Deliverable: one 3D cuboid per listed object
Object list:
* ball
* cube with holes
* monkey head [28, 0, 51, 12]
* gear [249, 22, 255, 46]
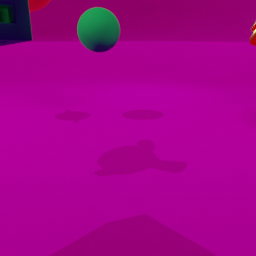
[{"bbox_3d":[-0.788,-2.632,7.562,1.150,1.150,1.150,0,19,0],"label":"ball"},{"bbox_3d":[-1.447,-1.127,1.951,1.049,1.049,1.049,-14,18,-41],"label":"cube with holes"},{"bbox_3d":[-1.430,-2.386,4.187,1.430,1.198,1.988,2,50,17],"label":"monkey head"},{"bbox_3d":[3.797,-1.916,6.379,1.966,0.364,1.966,5,60,-8],"label":"gear"}]
